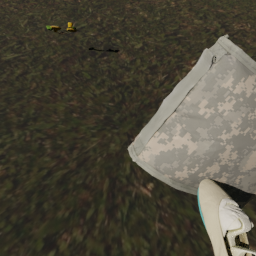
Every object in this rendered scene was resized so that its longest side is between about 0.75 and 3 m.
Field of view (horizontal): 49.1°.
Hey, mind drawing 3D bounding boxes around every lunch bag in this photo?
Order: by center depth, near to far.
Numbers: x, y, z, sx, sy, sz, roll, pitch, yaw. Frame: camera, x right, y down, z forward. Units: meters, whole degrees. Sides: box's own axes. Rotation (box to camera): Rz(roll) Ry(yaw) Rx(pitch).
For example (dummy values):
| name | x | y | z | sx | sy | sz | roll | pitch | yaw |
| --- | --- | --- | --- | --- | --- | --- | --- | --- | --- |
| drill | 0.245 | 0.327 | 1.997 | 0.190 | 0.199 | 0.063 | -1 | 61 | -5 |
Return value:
| name | x | y | z | sx | sy | sz | roll | pitch | yaw |
| --- | --- | --- | --- | --- | --- | --- | --- | --- | --- |
| lunch bag | 1.449 | -0.022 | 4.406 | 2.515 | 2.062 | 1.479 | 25 | 25 | -34 |

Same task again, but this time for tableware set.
| name | x | y | z | sx | sy | sz | roll | pitch | yaw |
| --- | --- | --- | --- | --- | --- | --- | --- | --- | --- |
| tableware set | -2.398 | -3.687 | 10.287 | 1.210 | 0.186 | 0.815 | 8 | 3 | 39 |

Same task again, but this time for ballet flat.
| name | x | y | z | sx | sy | sz | roll | pitch | yaw |
| --- | --- | --- | --- | --- | --- | --- | --- | --- | --- |
| ballet flat | 1.329 | 1.417 | 3.430 | 0.611 | 0.611 | 1.758 | -5 | 63 | -5 |
